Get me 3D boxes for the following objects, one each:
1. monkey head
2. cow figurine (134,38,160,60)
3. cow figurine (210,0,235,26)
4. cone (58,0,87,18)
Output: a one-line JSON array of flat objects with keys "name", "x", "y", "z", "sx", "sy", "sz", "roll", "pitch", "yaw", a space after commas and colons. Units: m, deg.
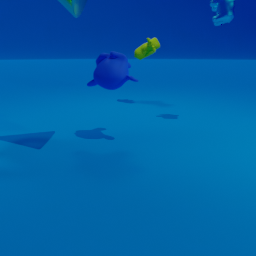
[{"name": "monkey head", "x": -0.303, "y": -1.295, "z": 6.625, "sx": 1.390, "sy": 0.838, "sz": 1.000, "roll": 0, "pitch": -2, "yaw": 31}, {"name": "cow figurine", "x": 0.722, "y": -3.130, "z": 11.155, "sx": 1.143, "sy": 0.628, "sz": 1.125, "roll": -28, "pitch": 7, "yaw": 15}, {"name": "cow figurine", "x": 2.737, "y": -3.333, "z": 7.516, "sx": 0.998, "sy": 1.015, "sz": 0.557, "roll": -10, "pitch": -8, "yaw": 25}, {"name": "cone", "x": -1.435, "y": -2.927, "z": 4.927, "sx": 1.476, "sy": 1.470, "sz": 1.470, "roll": 17, "pitch": 14, "yaw": -5}]
